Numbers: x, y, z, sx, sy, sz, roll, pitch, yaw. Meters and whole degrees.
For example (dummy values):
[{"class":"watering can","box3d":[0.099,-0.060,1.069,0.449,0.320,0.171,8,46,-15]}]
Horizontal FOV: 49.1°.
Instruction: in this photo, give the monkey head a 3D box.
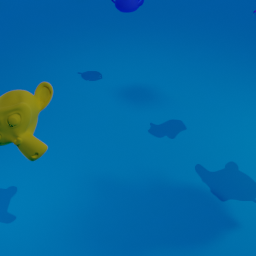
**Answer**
[{"class":"monkey head","box3d":[-1.570,-0.035,4.113,1.363,0.980,0.821,-39,18,13]}]

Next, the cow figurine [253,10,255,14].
[{"class":"cow figurine","box3d":[3.186,-2.510,5.359,1.292,1.272,0.709,-31,94,-25]}]

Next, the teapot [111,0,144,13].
[{"class":"teapot","box3d":[0.023,-3.962,8.617,1.297,0.635,0.807,14,47,19]}]
